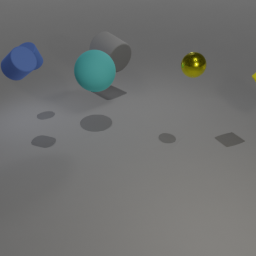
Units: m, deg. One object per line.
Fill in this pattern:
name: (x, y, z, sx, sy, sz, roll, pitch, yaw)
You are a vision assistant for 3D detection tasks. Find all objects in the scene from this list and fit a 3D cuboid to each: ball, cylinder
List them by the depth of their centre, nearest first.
cylinder: (-2.904, -1.704, 7.441, 0.700, 0.700, 0.700, -17, 12, 44)
ball: (1.816, -1.744, 7.756, 0.700, 0.700, 0.700, 0, 29, 0)
ball: (-1.120, -1.930, 9.505, 1.400, 1.400, 1.400, 0, 29, 0)
cylinder: (-3.427, -2.501, 9.789, 0.700, 0.700, 0.700, -3, 63, 7)
cylinder: (-0.799, -3.467, 12.763, 1.400, 1.400, 1.400, -25, 51, -37)

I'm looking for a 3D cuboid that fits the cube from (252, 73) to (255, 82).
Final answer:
cube: (4.175, -1.397, 8.111, 0.700, 0.700, 0.700, 20, 35, -50)
